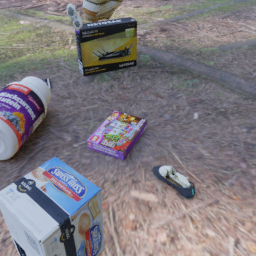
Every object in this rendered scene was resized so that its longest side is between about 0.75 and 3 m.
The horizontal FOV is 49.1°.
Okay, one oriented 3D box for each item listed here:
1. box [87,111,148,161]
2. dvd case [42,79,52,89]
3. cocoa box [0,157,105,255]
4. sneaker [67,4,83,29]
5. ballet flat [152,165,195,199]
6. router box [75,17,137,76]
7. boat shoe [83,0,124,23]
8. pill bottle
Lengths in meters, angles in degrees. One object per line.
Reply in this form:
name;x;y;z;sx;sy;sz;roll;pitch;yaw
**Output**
box;-0.298;0.181;9.107;1.275;0.364;1.863;16;40;20
dvd case;-3.894;-1.817;11.978;1.178;0.094;0.876;-11;38;-14
cocoa box;-1.385;1.891;5.451;1.370;2.055;1.348;28;45;30
sneaker;-2.015;-4.230;10.659;0.369;0.947;0.470;-18;17;15
ballet flat;1.224;1.311;7.522;0.523;0.523;1.433;-27;44;-31
router box;-0.934;-3.715;12.775;2.744;2.158;0.717;-17;40;-20
boat shoe;-0.832;-3.947;9.013;0.859;0.786;2.299;27;32;9
pill bottle;-3.609;-0.481;8.945;1.604;1.604;2.878;7;38;10
